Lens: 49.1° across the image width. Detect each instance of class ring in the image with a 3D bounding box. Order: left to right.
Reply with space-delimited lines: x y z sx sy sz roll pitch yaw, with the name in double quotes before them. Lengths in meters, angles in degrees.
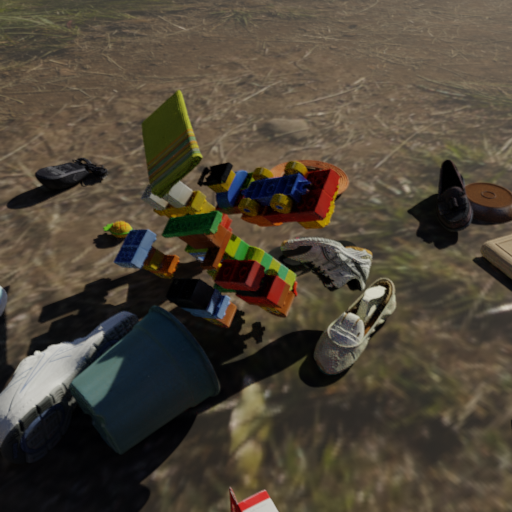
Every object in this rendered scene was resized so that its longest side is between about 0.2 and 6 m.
"ring" 1.281 -1.864 14.018 2.039 0.196 2.039 -1 37 1

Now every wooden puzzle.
"wooden puzzle" 5.921 0.107 11.299 2.032 0.378 1.880 -19 41 -16

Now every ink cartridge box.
"ink cartridge box" 0.111 3.343 6.662 0.408 0.704 1.212 -18 40 -22

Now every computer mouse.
"computer mouse" -4.692 -1.986 14.030 1.184 0.451 1.709 28 34 32

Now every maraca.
"maraca" -3.013 -0.584 12.184 0.641 0.343 0.439 11 29 16

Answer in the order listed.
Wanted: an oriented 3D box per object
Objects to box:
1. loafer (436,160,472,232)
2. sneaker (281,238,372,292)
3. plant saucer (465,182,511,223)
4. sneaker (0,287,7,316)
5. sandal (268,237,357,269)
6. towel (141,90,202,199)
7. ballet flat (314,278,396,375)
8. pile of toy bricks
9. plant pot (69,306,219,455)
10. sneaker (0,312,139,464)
"loafer" 4.438 -1.414 12.812 0.777 0.681 2.162 -14 35 24
"sneaker" 1.233 0.181 9.551 1.860 0.816 0.704 12 -7 -29
"plant saucer" 5.453 -1.334 13.226 1.621 0.296 1.621 0 36 0
"sneaker" -5.104 1.011 9.684 0.719 0.797 1.944 12 39 14
"sandal" 1.143 -0.164 11.537 1.953 0.440 0.733 -8 38 -11
"towel" -1.637 -2.176 10.599 1.117 0.234 2.595 -36 41 15
"ballet flat" 1.704 1.107 9.632 0.766 0.708 2.271 23 43 28
"pile of toy bricks" -0.290 0.052 9.645 4.798 2.369 2.662 1 62 50
"plant pot" -1.658 1.842 8.053 1.615 1.649 1.649 -36 49 -28
"sneaker" -2.950 1.731 8.576 1.257 1.076 2.887 17 40 29
